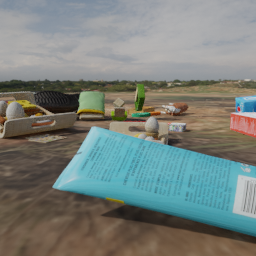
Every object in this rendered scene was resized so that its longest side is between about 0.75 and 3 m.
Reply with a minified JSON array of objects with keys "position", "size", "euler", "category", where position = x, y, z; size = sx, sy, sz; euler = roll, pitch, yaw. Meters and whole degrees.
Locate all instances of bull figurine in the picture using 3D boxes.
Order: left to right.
[{"position":[2.006,-0.846,12.365],"size":[0.959,0.514,1.580],"euler":[8,12,44],"category":"bull figurine"}]

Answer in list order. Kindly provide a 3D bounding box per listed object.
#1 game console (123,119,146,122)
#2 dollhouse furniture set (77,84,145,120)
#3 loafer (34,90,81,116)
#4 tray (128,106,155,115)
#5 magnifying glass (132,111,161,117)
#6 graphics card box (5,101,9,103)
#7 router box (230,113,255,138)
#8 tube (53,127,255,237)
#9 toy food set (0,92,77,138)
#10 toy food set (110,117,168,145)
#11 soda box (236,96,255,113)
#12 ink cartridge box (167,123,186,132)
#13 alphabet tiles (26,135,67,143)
[{"position":[0.222,-0.170,9.369],"size":[0.795,0.123,0.703],"euler":[0,13,5],"category":"game console"},{"position":[-0.646,-1.009,10.170],"size":[2.444,1.222,0.944],"euler":[0,-31,-4],"category":"dollhouse furniture set"},{"position":[-2.423,-0.746,10.735],"size":[2.785,0.989,1.017],"euler":[-1,39,-33],"category":"loafer"},{"position":[0.641,-0.815,12.962],"size":[0.759,0.285,1.538],"euler":[3,10,22],"category":"tray"},{"position":[0.797,-0.589,11.890],"size":[1.490,0.167,0.593],"euler":[-6,10,-37],"category":"magnifying glass"},{"position":[-4.832,-0.782,11.259],"size":[0.739,0.300,1.179],"euler":[3,-12,-26],"category":"graphics card box"},{"position":[4.103,-0.078,7.358],"size":[2.076,0.507,1.863],"euler":[-1,9,-7],"category":"router box"},{"position":[0.440,0.479,2.569],"size":[2.164,0.545,0.838],"euler":[12,43,18],"category":"tube"},{"position":[-3.069,-0.585,8.101],"size":[1.993,0.839,2.778],"euler":[-11,27,-42],"category":"toy food set"},{"position":[0.093,0.126,5.752],"size":[1.418,0.597,1.976],"euler":[2,9,10],"category":"toy food set"},{"position":[5.012,-0.715,9.439],"size":[2.482,0.796,0.842],"euler":[-7,15,3],"category":"soda box"},{"position":[1.260,-0.036,8.121],"size":[0.786,0.198,0.428],"euler":[5,10,23],"category":"ink cartridge box"},{"position":[-2.044,0.251,6.838],"size":[0.858,0.032,0.717],"euler":[5,10,30],"category":"alphabet tiles"}]
